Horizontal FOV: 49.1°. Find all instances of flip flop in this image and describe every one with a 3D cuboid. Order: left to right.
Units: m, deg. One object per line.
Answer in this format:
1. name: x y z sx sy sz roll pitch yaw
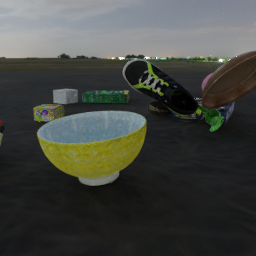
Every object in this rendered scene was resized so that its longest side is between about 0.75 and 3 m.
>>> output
1. flip flop: 1.350 -0.746 10.767 1.529 0.620 0.440 -6 5 -33

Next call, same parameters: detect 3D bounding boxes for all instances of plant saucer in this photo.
1. plant saucer: 3.309 -1.520 8.627 2.553 2.553 0.467 -9 60 -33

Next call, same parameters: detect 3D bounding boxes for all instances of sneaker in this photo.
1. sneaker: 1.056 -1.189 8.086 2.594 0.930 1.074 30 0 -11

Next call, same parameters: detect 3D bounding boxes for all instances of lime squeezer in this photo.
1. lime squeezer: 2.576 -0.366 8.693 0.984 0.526 2.787 41 17 -18

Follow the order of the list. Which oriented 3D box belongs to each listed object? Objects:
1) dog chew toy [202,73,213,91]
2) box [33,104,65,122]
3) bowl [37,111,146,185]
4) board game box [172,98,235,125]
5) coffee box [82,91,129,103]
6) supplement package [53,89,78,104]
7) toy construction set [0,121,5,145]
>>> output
1. dog chew toy: 4.705 -2.280 15.340 1.452 1.452 2.331 0 6 1
2. box: -2.841 -0.550 10.119 0.814 0.496 0.784 3 15 12
3. bowl: -0.577 0.409 5.118 1.925 1.036 1.925 -5 17 2
4. board game box: 2.990 -0.717 10.782 1.864 0.476 2.751 7 16 24
5. coffee box: -1.070 -1.613 14.277 2.236 0.492 1.375 1 14 4
6. supplement package: -3.072 -1.563 13.786 0.833 0.641 0.871 7 15 27
7. toy construction set: -3.779 0.146 5.624 2.960 1.364 1.941 21 0 38
